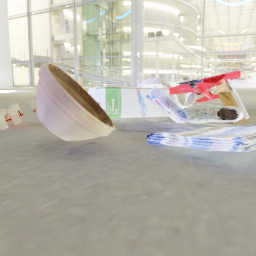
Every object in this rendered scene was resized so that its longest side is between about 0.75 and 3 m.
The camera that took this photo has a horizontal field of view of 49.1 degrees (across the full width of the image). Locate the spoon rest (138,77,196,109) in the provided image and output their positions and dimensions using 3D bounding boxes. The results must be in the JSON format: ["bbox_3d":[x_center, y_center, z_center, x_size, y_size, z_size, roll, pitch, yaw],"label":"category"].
[{"bbox_3d":[1.604,-1.316,11.111,2.814,0.853,1.398,10,-15,-34],"label":"spoon rest"}]

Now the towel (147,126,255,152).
[{"bbox_3d":[1.699,0.119,5.542,1.719,0.279,2.341,-11,7,-36],"label":"towel"}]

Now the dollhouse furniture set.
[{"bbox_3d":[-3.212,-0.365,8.316,1.328,0.692,1.343,-24,16,-15],"label":"dollhouse furniture set"}]

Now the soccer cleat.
[{"bbox_3d":[2.521,-0.446,8.482,1.802,0.625,0.699,1,5,25],"label":"soccer cleat"}]

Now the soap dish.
[{"bbox_3d":[3.307,-0.856,8.953,0.532,1.310,1.030,-28,17,22],"label":"soap dish"}]

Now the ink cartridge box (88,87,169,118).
[{"bbox_3d":[0.003,-0.884,9.648,2.353,0.988,1.704,-2,6,-26],"label":"ink cartridge box"}]

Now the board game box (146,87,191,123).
[{"bbox_3d":[1.126,-0.649,8.190,1.287,0.265,1.290,40,1,-2],"label":"board game box"}]

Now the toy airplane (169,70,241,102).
[{"bbox_3d":[2.674,-1.346,10.082,2.842,0.523,2.842,-6,-8,-1],"label":"toy airplane"}]

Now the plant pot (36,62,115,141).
[{"bbox_3d":[-1.272,-0.386,5.948,0.910,1.972,1.972,-43,7,7],"label":"plant pot"}]
